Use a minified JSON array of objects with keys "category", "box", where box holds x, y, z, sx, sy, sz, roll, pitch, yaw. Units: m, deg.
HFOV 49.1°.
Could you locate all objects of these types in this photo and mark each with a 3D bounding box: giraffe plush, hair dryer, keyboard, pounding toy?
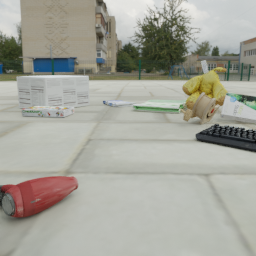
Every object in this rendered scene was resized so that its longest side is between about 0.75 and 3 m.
[{"category":"giraffe plush","box":[3.615,-1.598,12.776,1.998,2.315,1.877,3,-17,23]},{"category":"hair dryer","box":[-1.512,0.838,3.868,1.637,0.445,1.247,-2,11,-11]},{"category":"keyboard","box":[3.268,0.247,6.939,2.759,0.354,1.657,13,17,43]},{"category":"pounding toy","box":[2.428,-0.790,9.570,0.987,0.984,1.720,35,27,25]}]

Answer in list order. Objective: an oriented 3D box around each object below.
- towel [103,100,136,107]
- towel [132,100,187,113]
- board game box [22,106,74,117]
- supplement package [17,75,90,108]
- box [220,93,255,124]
[{"category":"towel","box":[-0.458,-1.304,14.610,1.263,0.205,1.720,-5,13,-26]},{"category":"towel","box":[1.639,-1.108,13.328,2.275,0.349,2.983,3,12,19]},{"category":"board game box","box":[-3.203,-0.672,11.328,1.761,0.305,1.112,2,11,9]},{"category":"supplement package","box":[-3.575,-1.774,13.622,2.127,1.514,2.731,9,14,35]},{"category":"box","box":[4.048,-0.702,9.786,1.390,1.003,0.253,12,-28,22]}]
